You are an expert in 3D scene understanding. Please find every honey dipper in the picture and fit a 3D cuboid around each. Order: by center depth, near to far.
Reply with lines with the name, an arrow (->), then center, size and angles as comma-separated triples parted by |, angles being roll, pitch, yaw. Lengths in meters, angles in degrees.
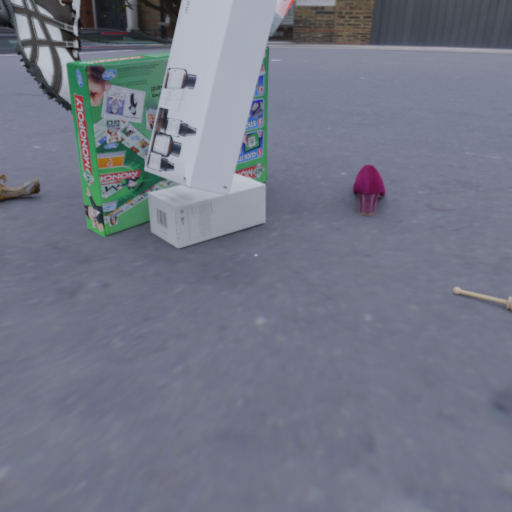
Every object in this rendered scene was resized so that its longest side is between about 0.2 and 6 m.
honey dipper -> 3.073, 0.555, 7.414 | 0.925, 0.176, 0.176 | 16, 29, 33

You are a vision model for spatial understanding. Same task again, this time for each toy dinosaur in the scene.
toy dinosaur -> -5.640, -1.301, 10.952 | 2.655, 0.802, 1.410 | 8, 3, 2

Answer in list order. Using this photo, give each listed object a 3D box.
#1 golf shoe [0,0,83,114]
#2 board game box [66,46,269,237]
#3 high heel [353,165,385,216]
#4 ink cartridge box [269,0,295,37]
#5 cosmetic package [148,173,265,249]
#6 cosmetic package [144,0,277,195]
golf shoe -> -3.341, -3.720, 9.338 | 1.475, 3.123, 1.214 | -33, 20, 3
board game box -> -1.340, -2.285, 10.354 | 0.605, 2.799, 4.159 | 23, 33, 36
high heel -> 2.246, -1.554, 10.945 | 0.674, 0.962, 2.000 | 3, 25, 6
ink cartridge box -> 0.577, -4.825, 10.382 | 0.259, 1.034, 1.191 | 28, 63, -12
cosmetic package -> -0.818, -0.828, 9.625 | 1.817, 0.771, 0.978 | -17, 29, -33
cosmetic package -> -0.674, -2.628, 8.126 | 0.820, 3.237, 1.336 | 5, 13, -44
